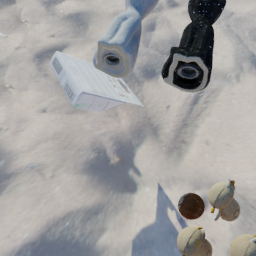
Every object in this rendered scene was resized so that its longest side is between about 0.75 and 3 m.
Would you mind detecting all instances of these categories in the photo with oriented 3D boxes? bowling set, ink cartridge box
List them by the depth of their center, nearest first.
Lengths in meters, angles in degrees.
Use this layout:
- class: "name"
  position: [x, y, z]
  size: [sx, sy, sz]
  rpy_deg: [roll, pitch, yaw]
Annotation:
- class: "bowling set"
  position: [1.387, 1.681, 4.563]
  size: [1.891, 1.459, 2.717]
  rpy_deg: [25, 74, 38]
- class: "ink cartridge box"
  position: [-0.789, -1.079, 7.254]
  size: [2.087, 0.523, 1.679]
  rpy_deg: [10, 37, -47]

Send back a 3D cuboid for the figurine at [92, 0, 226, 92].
- class: "figurine"
  position: [0.713, -2.121, 5.950]
  size: [2.471, 1.064, 2.411]
  rpy_deg: [14, 61, 15]
